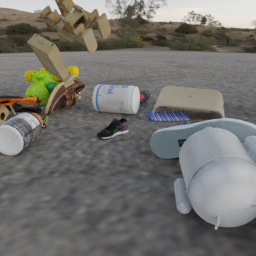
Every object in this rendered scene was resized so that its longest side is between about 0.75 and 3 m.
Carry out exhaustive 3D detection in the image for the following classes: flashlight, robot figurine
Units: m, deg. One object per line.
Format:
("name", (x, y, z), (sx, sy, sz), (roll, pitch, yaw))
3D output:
("flashlight", (0.381, -1.357, 12.613), (0.597, 0.599, 1.762), (-29, 0, 44))
("robot figurine", (1.647, 0.844, 5.084), (1.899, 1.264, 2.239), (-40, 20, 18))

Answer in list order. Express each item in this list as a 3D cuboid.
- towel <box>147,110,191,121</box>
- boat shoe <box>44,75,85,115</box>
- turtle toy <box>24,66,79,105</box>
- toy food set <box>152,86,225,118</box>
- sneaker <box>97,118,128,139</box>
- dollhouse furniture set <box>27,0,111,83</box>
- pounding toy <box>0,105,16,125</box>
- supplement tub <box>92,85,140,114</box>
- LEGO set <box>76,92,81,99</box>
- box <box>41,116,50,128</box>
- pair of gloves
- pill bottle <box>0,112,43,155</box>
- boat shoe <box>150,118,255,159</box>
("towel", (1.541, -0.492, 10.841), (1.531, 0.183, 1.108), (-1, 20, -3))
("boat shoe", (-2.604, -1.353, 11.930), (0.988, 0.990, 2.745), (29, 36, -4))
("turtle toy", (-3.707, -2.026, 13.235), (2.145, 1.487, 2.943), (3, 20, 22))
("toy food set", (2.432, -0.873, 11.131), (2.730, 0.825, 1.959), (7, 30, 14))
("sneaker", (-0.508, -0.027, 8.933), (0.464, 0.536, 1.224), (17, 26, 41))
("dollhouse furniture set", (-2.156, -3.256, 10.364), (2.210, 1.675, 2.522), (33, 74, 21))
("pounding toy", (-4.510, -0.635, 9.865), (0.995, 0.518, 1.133), (5, 57, 13))
("supplement tub", (-0.475, -1.174, 11.356), (1.713, 1.130, 1.130), (4, 19, 16))
("LEGO set", (-2.726, -1.850, 14.303), (0.603, 0.488, 1.311), (-4, 19, -10))
("box", (-3.269, -0.198, 9.953), (0.858, 0.211, 0.888), (0, 18, -6))
("pair of gloves", (-4.355, -0.832, 10.106), (2.351, 0.326, 2.639), (3, -6, -16))
("pill bottle", (-3.075, 0.070, 8.126), (0.894, 0.894, 1.683), (2, 19, 6))
("boat shoe", (2.040, 0.187, 6.960), (2.898, 1.025, 1.316), (-2, 12, 42))
